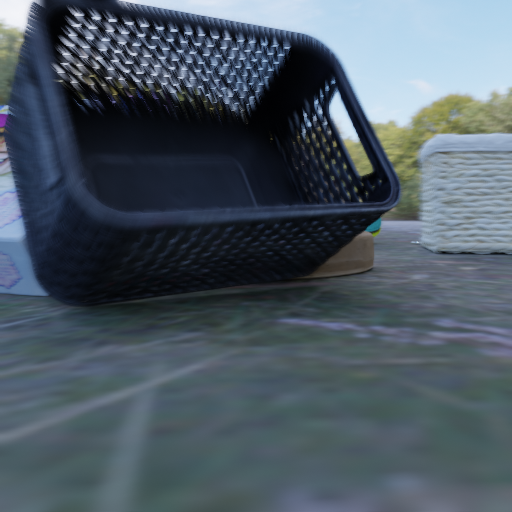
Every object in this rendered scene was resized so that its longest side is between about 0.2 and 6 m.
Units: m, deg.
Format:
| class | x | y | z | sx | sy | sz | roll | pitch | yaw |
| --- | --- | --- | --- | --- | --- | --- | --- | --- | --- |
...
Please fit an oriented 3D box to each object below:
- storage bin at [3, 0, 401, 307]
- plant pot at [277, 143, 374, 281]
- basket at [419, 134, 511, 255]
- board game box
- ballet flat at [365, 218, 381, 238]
| class | x | y | z | sx | sy | sz | roll | pitch | yaw |
| --- | --- | --- | --- | --- | --- | --- | --- | --- | --- |
| storage bin | -0.371 | -0.711 | 4.061 | 2.434 | 1.646 | 1.141 | -6 | -24 | -34 |
| plant pot | -0.179 | -0.555 | 6.435 | 3.023 | 1.395 | 3.023 | -1 | 5 | 0 |
| basket | 3.892 | -0.984 | 9.140 | 2.262 | 1.819 | 2.241 | 0 | 4 | 10 |
| board game box | -2.432 | -0.732 | 5.376 | 2.691 | 0.555 | 2.697 | 1 | 37 | 19 |
| ballet flat | 1.288 | -0.551 | 11.244 | 2.533 | 0.846 | 0.849 | 0 | -17 | -18 |
